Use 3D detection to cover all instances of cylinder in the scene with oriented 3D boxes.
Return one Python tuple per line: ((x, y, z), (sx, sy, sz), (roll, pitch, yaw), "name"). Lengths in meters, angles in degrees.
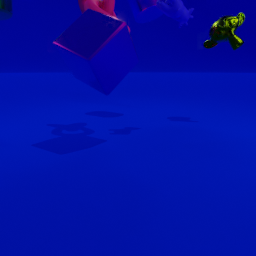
((-3.543, -3.460, 6.769), (1.357, 1.357, 1.357), (1, 8, 0), "cylinder")
((0.554, -4.076, 8.857), (1.078, 1.078, 1.078), (-20, -2, -1), "cylinder")

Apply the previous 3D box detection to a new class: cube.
((-0.608, -1.536, 5.694), (1.077, 1.077, 1.077), (32, -16, 30), "cube")

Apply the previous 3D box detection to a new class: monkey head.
((2.986, -2.816, 8.393), (1.455, 1.047, 0.877), (-39, 2, 19), "monkey head")

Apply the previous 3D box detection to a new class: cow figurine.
((1.134, -2.713, 6.469), (0.980, 0.547, 0.996), (31, 23, -18), "cow figurine")

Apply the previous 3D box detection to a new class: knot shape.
((-0.568, -2.644, 6.736), (0.858, 1.857, 1.738), (-21, 33, -6), "knot shape")
